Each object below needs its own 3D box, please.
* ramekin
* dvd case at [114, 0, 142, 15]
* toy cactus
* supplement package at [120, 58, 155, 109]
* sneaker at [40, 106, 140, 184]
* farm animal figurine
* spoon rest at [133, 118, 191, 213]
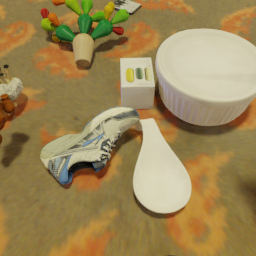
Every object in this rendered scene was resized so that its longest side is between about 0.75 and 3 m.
[{"bbox_3d":[2.079,-1.296,7.472,2.827,1.317,2.827,0,52,0],"label":"ramekin"},{"bbox_3d":[-0.093,-4.745,10.907,1.015,0.126,0.763,27,57,19],"label":"dvd case"},{"bbox_3d":[-1.450,-3.081,9.079,2.942,1.504,2.427,1,71,-3],"label":"toy cactus"},{"bbox_3d":[0.238,-1.224,7.698,0.879,0.872,1.158,-2,52,-1],"label":"supplement package"},{"bbox_3d":[-0.686,0.451,6.455,2.473,0.953,1.054,-32,65,-9],"label":"sneaker"},{"bbox_3d":[-3.994,-0.133,6.549,2.930,1.528,2.898,-10,39,-9],"label":"farm animal figurine"},{"bbox_3d":[0.604,0.706,6.292,1.228,0.749,2.472,-9,52,-7],"label":"spoon rest"}]
